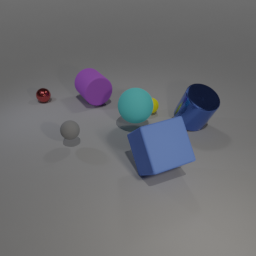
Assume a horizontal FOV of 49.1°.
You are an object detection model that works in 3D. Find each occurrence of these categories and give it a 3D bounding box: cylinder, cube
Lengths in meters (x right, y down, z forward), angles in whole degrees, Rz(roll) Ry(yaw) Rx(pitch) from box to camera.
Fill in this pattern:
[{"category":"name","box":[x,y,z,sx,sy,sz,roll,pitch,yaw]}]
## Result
[{"category":"cylinder","box":[2.731,-0.815,11.233,1.400,1.400,1.400,8,54,-11]},{"category":"cylinder","box":[-1.659,-1.974,13.343,1.400,1.400,1.400,-16,36,-25]},{"category":"cube","box":[0.979,0.585,8.664,1.400,1.400,1.400,-15,-6,-18]}]

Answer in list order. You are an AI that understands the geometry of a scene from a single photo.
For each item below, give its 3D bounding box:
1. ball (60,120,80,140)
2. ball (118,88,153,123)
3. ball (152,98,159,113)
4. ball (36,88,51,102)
[{"category":"ball","box":[-2.088,0.073,10.085,0.700,0.700,0.700,0,30,0]},{"category":"ball","box":[0.296,-0.878,11.018,1.400,1.400,1.400,0,30,0]},{"category":"ball","box":[1.027,-1.009,12.567,0.700,0.700,0.700,0,30,0]},{"category":"ball","box":[-4.136,-1.603,13.692,0.700,0.700,0.700,0,30,0]}]
